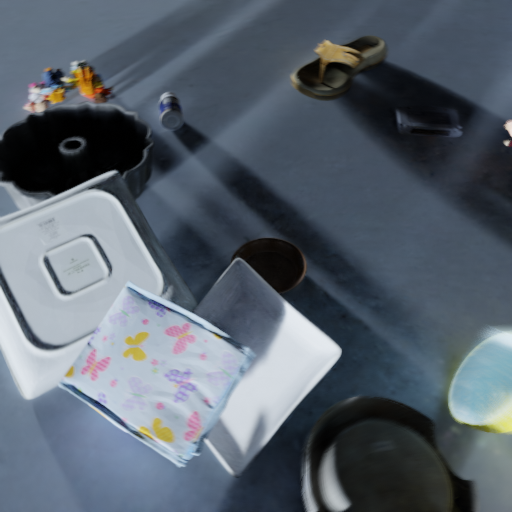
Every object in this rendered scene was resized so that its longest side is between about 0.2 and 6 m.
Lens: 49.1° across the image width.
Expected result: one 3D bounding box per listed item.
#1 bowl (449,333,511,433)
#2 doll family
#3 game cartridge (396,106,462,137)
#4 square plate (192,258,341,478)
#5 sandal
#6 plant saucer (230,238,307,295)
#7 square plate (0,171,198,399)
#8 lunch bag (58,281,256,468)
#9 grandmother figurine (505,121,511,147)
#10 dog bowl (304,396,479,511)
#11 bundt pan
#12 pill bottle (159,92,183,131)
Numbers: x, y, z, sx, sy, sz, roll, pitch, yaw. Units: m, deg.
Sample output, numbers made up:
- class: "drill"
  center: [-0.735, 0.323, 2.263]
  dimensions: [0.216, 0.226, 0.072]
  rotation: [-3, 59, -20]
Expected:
- class: "bowl"
  center: [3.236, 1.744, 7.192]
  dimensions: [0.729, 1.354, 1.354]
  rotation: [34, 50, -8]
- class: "doll family"
  center: [-4.203, -3.786, 12.416]
  dimensions: [2.000, 0.901, 1.242]
  rotation: [-14, 49, -13]
- class: "game cartridge"
  center: [3.697, -2.913, 12.069]
  dimensions: [1.308, 0.267, 0.871]
  rotation: [4, 51, 4]
- class: "square plate"
  center: [-0.205, 1.404, 7.425]
  dimensions: [2.079, 0.296, 2.059]
  rotation: [-51, 57, 3]
- class: "sandal"
  center: [2.003, -4.687, 13.253]
  dimensions: [1.337, 0.899, 3.329]
  rotation: [33, 55, 27]
- class: "plant saucer"
  center: [0.201, 0.213, 9.168]
  dimensions: [1.252, 0.229, 1.252]
  rotation: [1, 47, -1]
- class: "square plate"
  center: [-2.695, 0.230, 8.335]
  dimensions: [2.779, 0.395, 2.753]
  rotation: [-27, 76, -21]
- class: "lunch bag"
  center: [-1.165, 1.503, 7.063]
  dimensions: [1.925, 1.224, 1.632]
  rotation: [21, 72, 28]
- class: "grandmother figurine"
  center: [4.799, -2.217, 10.237]
  dimensions: [0.284, 0.569, 0.939]
  rotation: [30, 34, -7]
- class: "dog bowl"
  center: [1.471, 2.632, 6.452]
  dimensions: [2.013, 0.590, 2.013]
  rotation: [8, 41, -7]
- class: "bundt pan"
  center: [-3.248, -1.623, 10.298]
  dimensions: [2.871, 1.077, 2.871]
  rotation: [0, 48, 0]
- class: "pill bottle"
  center: [-1.849, -3.152, 12.110]
  dimensions: [0.495, 0.495, 0.892]
  rotation: [-7, 47, -7]
